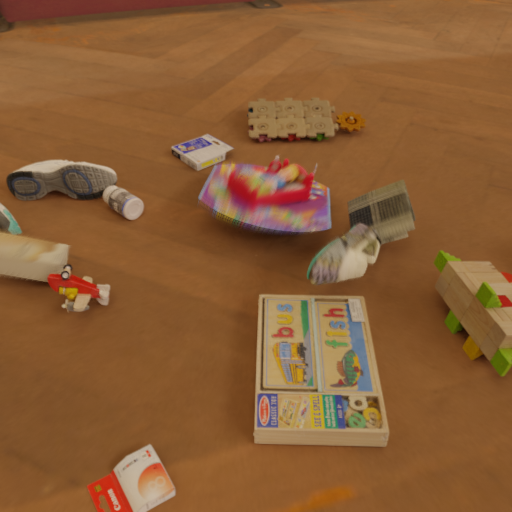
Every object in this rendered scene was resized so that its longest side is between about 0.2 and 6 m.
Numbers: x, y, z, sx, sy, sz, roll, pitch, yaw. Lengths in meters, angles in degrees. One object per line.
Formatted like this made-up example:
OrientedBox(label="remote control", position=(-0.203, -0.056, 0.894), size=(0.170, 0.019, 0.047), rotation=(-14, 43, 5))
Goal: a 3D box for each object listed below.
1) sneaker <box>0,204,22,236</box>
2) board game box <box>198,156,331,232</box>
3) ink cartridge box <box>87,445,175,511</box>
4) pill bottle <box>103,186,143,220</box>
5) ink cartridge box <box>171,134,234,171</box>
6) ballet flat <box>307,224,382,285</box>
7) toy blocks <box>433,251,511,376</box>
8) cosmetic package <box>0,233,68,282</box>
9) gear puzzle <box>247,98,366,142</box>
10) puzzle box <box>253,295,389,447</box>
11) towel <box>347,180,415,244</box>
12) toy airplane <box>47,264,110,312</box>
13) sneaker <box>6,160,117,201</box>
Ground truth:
OrientedBox(label="sneaker", position=(-5.902, -0.691, 11.849), size=(2.197, 0.852, 1.002), rotation=(19, 55, 30))
OrientedBox(label="board game box", position=(0.330, -1.650, 12.255), size=(2.800, 0.690, 3.543), rotation=(12, 27, 0))
OrientedBox(label="ink cartridge box", position=(-1.669, 3.042, 7.413), size=(0.967, 0.242, 0.784), rotation=(-19, 42, -27))
OrientedBox(label="pill bottle", position=(-3.002, -1.214, 12.573), size=(0.916, 0.521, 0.521), rotation=(31, 48, 33))
OrientedBox(label="ink cartridge box", position=(-1.405, -2.735, 14.721), size=(1.212, 0.285, 1.198), rotation=(-25, 43, -31))
OrientedBox(label="ballet flat", position=(1.759, -0.010, 10.288), size=(0.827, 0.827, 2.299), rotation=(21, 30, 24))
OrientedBox(label="toy blocks", position=(4.301, 0.892, 9.601), size=(1.655, 1.210, 2.422), rotation=(0, 38, -18))
OrientedBox(label="cosmetic package", position=(-4.361, 0.030, 10.640), size=(1.370, 0.487, 0.721), rotation=(10, 32, -10))
OrientedBox(label="gear puzzle", position=(1.417, -3.784, 15.830), size=(3.345, 0.438, 1.732), rotation=(-1, 52, -1))
OrientedBox(label="puzzle box", position=(0.937, 1.693, 8.985), size=(1.916, 0.366, 2.880), rotation=(0, 38, 1))
OrientedBox(label="towel", position=(2.573, -0.821, 11.565), size=(1.354, 0.234, 1.303), rotation=(-21, 52, 27))
OrientedBox(label="toy airplane", position=(-3.166, 0.686, 10.143), size=(1.022, 0.724, 1.027), rotation=(38, 15, 25))
OrientedBox(label="sneaker", position=(-4.514, -1.929, 13.212), size=(2.513, 0.936, 1.094), rotation=(1, 33, 1))
